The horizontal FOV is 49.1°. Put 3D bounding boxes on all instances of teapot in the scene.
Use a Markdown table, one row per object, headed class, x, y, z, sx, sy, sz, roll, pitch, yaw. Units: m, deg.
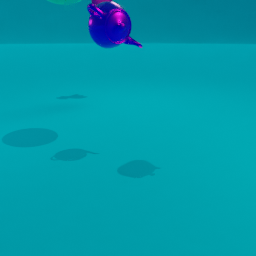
| class | x | y | z | sx | sy | sz | roll | pitch | yaw |
| --- | --- | --- | --- | --- | --- | --- | --- | --- | --- |
| teapot | -0.218 | -1.591 | 4.431 | 1.142 | 0.710 | 0.559 | 27 | 1 | -44 |

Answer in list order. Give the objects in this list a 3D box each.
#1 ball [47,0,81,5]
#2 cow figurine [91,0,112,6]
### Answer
| class | x | y | z | sx | sy | sz | roll | pitch | yaw |
| --- | --- | --- | --- | --- | --- | --- | --- | --- | --- |
| ball | -1.149 | -2.855 | 4.822 | 1.344 | 1.344 | 1.344 | 0 | 18 | 0 |
| cow figurine | -1.044 | -4.279 | 9.453 | 0.675 | 1.229 | 1.209 | 7 | 19 | 38 |
